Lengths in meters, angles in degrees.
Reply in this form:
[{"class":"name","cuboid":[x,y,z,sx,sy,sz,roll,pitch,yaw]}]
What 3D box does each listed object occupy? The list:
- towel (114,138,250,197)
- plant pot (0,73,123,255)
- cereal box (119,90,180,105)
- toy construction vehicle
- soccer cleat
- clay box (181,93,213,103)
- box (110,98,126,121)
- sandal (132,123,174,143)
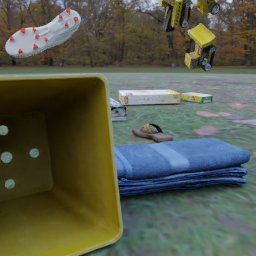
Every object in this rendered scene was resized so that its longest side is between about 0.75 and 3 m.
[{"class":"towel","cuboid":[0.768,0.668,5.121,2.540,0.616,1.418,-5,14,-15]},{"class":"plant pot","cuboid":[-1.435,0.451,3.551,1.996,1.996,1.760,-8,6,-30]},{"class":"cereal box","cuboid":[1.036,-1.631,14.598,2.914,0.576,2.096,-2,14,-7]},{"class":"toy construction vehicle","cuboid":[1.485,-2.864,7.080,0.828,2.352,2.048,-16,51,-13]},{"class":"soccer cleat","cuboid":[-2.938,-3.248,10.072,2.907,1.007,1.128,-35,-3,-16]},{"class":"clay box","cuboid":[3.622,-1.645,15.092,0.925,0.383,1.610,-10,17,-35]},{"class":"box","cuboid":[-1.425,-0.800,11.189,2.014,0.587,2.941,-4,14,-17]},{"class":"sandal","cuboid":[0.691,0.088,7.908,0.616,0.411,1.507,-8,16,-31]}]
